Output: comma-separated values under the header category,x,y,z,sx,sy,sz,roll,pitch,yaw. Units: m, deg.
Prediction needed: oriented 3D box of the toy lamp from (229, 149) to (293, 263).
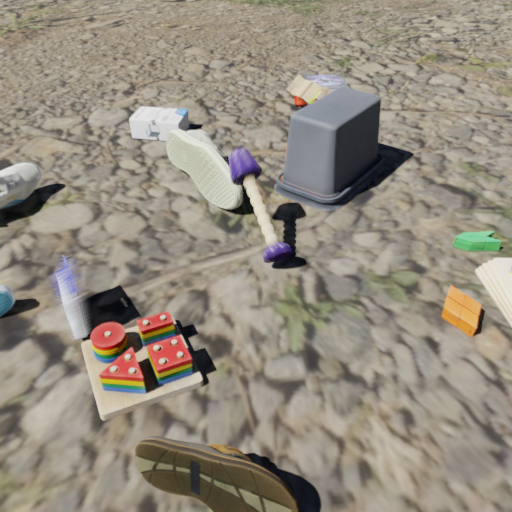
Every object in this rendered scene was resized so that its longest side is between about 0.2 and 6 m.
category,x,y,z,sx,sy,sz,roll,pitch,yaw
toy lamp,0.016,-0.837,9.047,0.553,0.553,1.900,-14,74,-18

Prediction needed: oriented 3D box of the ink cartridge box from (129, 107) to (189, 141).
category,x,y,z,sx,sy,sz,roll,pitch,yaw
ink cartridge box,-2.208,-3.042,12.891,1.154,0.496,0.845,5,37,9

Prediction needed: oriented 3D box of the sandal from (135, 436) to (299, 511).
category,x,y,z,sx,sy,sz,roll,pitch,yaw
sandal,-0.398,2.292,5.841,1.859,0.759,0.507,9,16,23

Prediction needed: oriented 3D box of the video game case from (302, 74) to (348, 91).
category,x,y,z,sx,sy,sz,roll,pitch,yaw
video game case,1.933,-4.655,15.330,1.047,0.139,1.466,-5,36,-7

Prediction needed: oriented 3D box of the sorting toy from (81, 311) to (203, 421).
category,x,y,z,sx,sy,sz,roll,pitch,yaw
sorting toy,-1.515,1.282,7.216,1.294,0.453,1.302,-15,40,-19

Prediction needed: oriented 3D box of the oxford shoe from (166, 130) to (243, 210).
category,x,y,z,sx,sy,sz,roll,pitch,yaw
oxford shoe,-0.891,-1.785,10.871,0.782,1.019,2.709,-11,36,-30

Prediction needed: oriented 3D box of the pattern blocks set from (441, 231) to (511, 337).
category,x,y,z,sx,sy,sz,roll,pitch,yaw
pattern blocks set,4.420,0.715,8.086,3.421,0.315,3.892,-9,38,-11

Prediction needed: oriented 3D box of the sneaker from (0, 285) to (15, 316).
category,x,y,z,sx,sy,sz,roll,pitch,yaw
sneaker,-4.388,0.463,8.127,1.705,0.678,1.113,-8,39,-12

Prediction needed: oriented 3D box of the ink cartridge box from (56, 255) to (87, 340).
category,x,y,z,sx,sy,sz,roll,pitch,yaw
ink cartridge box,-2.579,0.566,7.726,0.179,0.883,0.881,-15,32,-22

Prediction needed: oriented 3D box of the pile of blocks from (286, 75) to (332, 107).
category,x,y,z,sx,sy,sz,roll,pitch,yaw
pile of blocks,1.411,-3.882,14.032,0.676,0.893,2.174,-49,33,7

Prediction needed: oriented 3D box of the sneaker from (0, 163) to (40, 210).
category,x,y,z,sx,sy,sz,roll,pitch,yaw
sneaker,-4.605,-1.182,10.102,0.705,0.667,1.745,-16,20,49

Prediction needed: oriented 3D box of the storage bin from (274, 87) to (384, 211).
category,x,y,z,sx,sy,sz,roll,pitch,yaw
storage bin,1.431,-2.240,10.947,1.722,1.589,2.366,25,43,29
